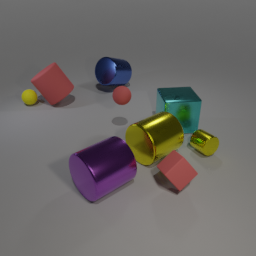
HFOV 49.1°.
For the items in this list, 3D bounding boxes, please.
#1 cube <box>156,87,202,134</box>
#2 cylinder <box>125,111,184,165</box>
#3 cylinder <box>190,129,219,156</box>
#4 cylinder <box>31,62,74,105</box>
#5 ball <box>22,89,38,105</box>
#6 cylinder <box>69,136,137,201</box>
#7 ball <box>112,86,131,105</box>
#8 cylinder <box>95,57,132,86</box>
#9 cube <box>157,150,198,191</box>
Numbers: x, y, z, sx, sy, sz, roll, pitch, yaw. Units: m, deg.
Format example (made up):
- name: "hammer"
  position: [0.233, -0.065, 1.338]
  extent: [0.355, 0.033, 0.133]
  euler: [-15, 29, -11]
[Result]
- name: "cube"
  position: [1.922, -0.705, 10.985]
  extent: [1.400, 1.400, 1.400]
  euler: [-3, 30, -5]
- name: "cylinder"
  position: [0.866, 0.316, 9.195]
  extent: [1.400, 1.400, 1.400]
  euler: [-24, 37, -34]
- name: "cylinder"
  position: [2.596, 0.481, 9.509]
  extent: [0.700, 0.700, 0.700]
  euler: [-15, 28, -24]
- name: "cylinder"
  position: [-3.431, -2.020, 12.795]
  extent: [1.400, 1.400, 1.400]
  euler: [-30, 25, 16]
- name: "ball"
  position: [-4.536, -1.428, 12.911]
  extent: [0.700, 0.700, 0.700]
  euler: [0, 30, 0]
- name: "cylinder"
  position: [-0.707, 1.106, 7.838]
  extent: [1.400, 1.400, 1.400]
  euler: [-24, 37, -34]
- name: "ball"
  position: [-0.223, -1.190, 10.293]
  extent: [0.700, 0.700, 0.700]
  euler: [0, 30, 0]
- name: "cylinder"
  position: [-0.746, -2.886, 14.403]
  extent: [1.400, 1.400, 1.400]
  euler: [21, 18, 31]
- name: "cube"
  position: [1.357, 1.165, 7.790]
  extent: [0.700, 0.700, 0.700]
  euler: [-43, 19, -1]
